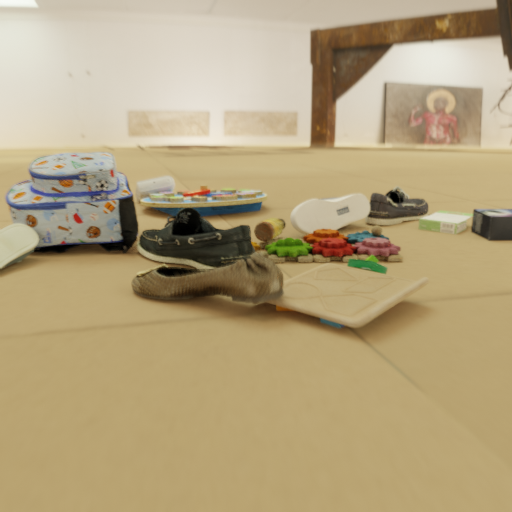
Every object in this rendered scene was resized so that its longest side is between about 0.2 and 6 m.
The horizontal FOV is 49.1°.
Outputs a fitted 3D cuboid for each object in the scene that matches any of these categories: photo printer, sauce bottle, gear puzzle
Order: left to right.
[{"bbox_3d":[-2.865,-1.905,15.956,1.097,0.381,0.913,-15,-12,-20],"label":"photo printer"},{"bbox_3d":[0.301,-0.547,10.920,0.400,0.400,1.210,4,13,15],"label":"sauce bottle"},{"bbox_3d":[0.877,-0.277,10.280,3.315,0.434,1.717,0,14,-2],"label":"gear puzzle"}]

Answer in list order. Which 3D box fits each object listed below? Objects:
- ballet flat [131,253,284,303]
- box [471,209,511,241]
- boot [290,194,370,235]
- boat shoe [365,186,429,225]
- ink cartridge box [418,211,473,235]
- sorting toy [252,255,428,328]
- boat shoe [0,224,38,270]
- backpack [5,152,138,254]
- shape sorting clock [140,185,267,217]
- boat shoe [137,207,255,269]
[{"bbox_3d":[-0.720,0.257,7.472,2.475,0.574,0.834,0,14,37],"label":"ballet flat"},{"bbox_3d":[5.077,-0.655,11.596,0.882,0.544,0.875,-1,15,-3],"label":"box"},{"bbox_3d":[1.413,-0.830,12.195,2.182,0.794,0.986,-12,-1,-35],"label":"boot"},{"bbox_3d":[3.486,-1.268,13.517,0.897,0.775,2.470,13,19,41],"label":"boat shoe"},{"bbox_3d":[4.268,-0.755,12.494,0.861,0.284,1.184,11,18,38],"label":"ink cartridge box"},{"bbox_3d":[1.348,0.436,7.626,1.800,0.358,2.435,7,18,41],"label":"sorting toy"},{"bbox_3d":[-4.391,0.083,8.931,0.632,0.745,2.045,-42,-1,31],"label":"boat shoe"},{"bbox_3d":[-3.501,-0.984,10.634,2.282,1.846,2.396,-14,20,-11],"label":"backpack"},{"bbox_3d":[-1.380,-1.561,14.928,3.360,0.659,3.360,0,14,0],"label":"shape sorting clock"},{"bbox_3d":[-1.072,-0.332,9.459,1.060,0.941,2.837,-12,18,-38],"label":"boat shoe"}]
